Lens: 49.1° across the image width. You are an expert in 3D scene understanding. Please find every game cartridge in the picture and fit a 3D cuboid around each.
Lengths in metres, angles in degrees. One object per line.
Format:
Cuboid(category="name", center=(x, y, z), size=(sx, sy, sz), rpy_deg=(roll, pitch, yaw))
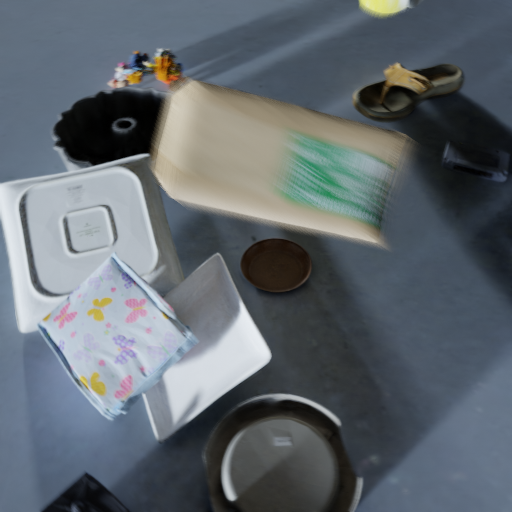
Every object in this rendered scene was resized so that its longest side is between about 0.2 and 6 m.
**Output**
Cuboid(category="game cartridge", center=(4.655, -2.033, 11.857), size=(1.308, 0.267, 0.871), rpy_deg=(17, 54, 15))

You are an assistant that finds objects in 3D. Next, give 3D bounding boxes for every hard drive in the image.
Cuboid(category="hard drive", center=(-1.784, 3.845, 6.349), size=(2.387, 0.505, 1.610), rpy_deg=(35, 57, 27))

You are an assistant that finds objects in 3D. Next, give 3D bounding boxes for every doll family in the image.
Cuboid(category="doll family", center=(-2.656, -4.573, 13.697), size=(2.000, 0.901, 1.242), rpy_deg=(-2, 48, -2))

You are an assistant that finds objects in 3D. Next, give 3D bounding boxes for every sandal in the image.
Cuboid(category="sandal", center=(3.641, -4.118, 13.286), size=(3.329, 0.899, 1.337), rpy_deg=(-25, 52, -21))

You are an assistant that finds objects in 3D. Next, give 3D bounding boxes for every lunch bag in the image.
Cuboid(category="lunch bag", center=(-1.919, 1.198, 8.041), size=(1.632, 1.224, 1.925), rpy_deg=(-46, 52, -8))

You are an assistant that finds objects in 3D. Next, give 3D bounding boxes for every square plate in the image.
Cuboid(category="square plate", center=(-2.862, -0.361, 9.539), size=(2.779, 0.395, 2.753), rpy_deg=(-14, 73, -10))
Cuboid(category="square plate", center=(-0.906, 1.310, 8.206), size=(2.079, 0.296, 2.059), rpy_deg=(-39, 50, 12))

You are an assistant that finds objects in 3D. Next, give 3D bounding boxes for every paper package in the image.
Cuboid(category="paper package", center=(0.126, -1.098, 6.503), size=(2.351, 1.216, 2.240), rpy_deg=(12, 10, -14))

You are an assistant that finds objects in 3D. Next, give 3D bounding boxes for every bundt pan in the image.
Cuboid(category="bundt pan", center=(-2.615, -2.274, 11.508), size=(2.871, 1.077, 2.871), rpy_deg=(0, 49, 0))

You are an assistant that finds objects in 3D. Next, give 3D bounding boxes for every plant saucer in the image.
Cuboid(category="plant saucer", center=(0.348, 0.205, 9.835), size=(1.252, 0.229, 1.252), rpy_deg=(0, 48, -1))

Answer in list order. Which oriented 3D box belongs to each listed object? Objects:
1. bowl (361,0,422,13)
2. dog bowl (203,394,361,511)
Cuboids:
Cuboid(category="bowl", center=(2.501, -4.642, 9.463), size=(1.354, 1.354, 0.729), rpy_deg=(-32, 68, -25))
Cuboid(category="dog bowl", center=(0.314, 2.824, 7.219), size=(2.013, 0.590, 2.013), rpy_deg=(0, 48, 0))
